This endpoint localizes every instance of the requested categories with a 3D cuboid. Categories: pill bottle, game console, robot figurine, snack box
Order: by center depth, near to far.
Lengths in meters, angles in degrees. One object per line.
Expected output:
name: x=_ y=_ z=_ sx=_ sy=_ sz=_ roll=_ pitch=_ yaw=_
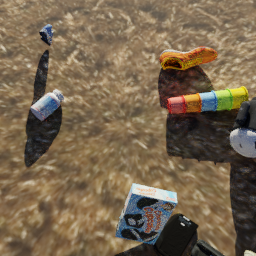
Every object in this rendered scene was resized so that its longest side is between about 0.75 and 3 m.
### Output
snack box: x=0.337 y=1.823 z=5.805 sx=0.898 sy=1.546 sz=0.287 roll=13 pitch=37 yaw=-5
game console: x=1.492 y=2.721 z=6.156 sx=1.709 sy=0.206 sz=1.008 roll=32 pitch=66 yaw=18
robot figurine: x=3.281 y=-0.043 z=7.140 sx=1.232 sy=1.023 sz=1.640 roll=27 pitch=73 yaw=11
pill bottle: x=-2.235 y=-0.662 z=7.848 sx=0.486 sy=0.486 sz=0.894 roll=37 pitch=67 yaw=18

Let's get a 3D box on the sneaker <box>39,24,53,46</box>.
sneaker: x=-2.485 y=-2.876 z=8.732 sx=0.391 sy=1.033 sz=0.398 roll=35 pitch=80 yaw=-12

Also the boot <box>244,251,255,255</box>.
boot: x=1.936 y=3.426 z=5.286 sx=2.919 sy=1.052 sz=2.257 roll=22 pitch=64 yaw=5

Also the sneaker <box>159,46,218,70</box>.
sneaker: x=1.843 y=-2.037 z=8.542 sx=1.742 sy=0.636 sz=0.672 roll=-6 pitch=53 yaw=9

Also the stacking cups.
stacking cups: x=2.188 y=-0.778 z=7.846 sx=2.150 sy=0.650 sz=0.650 roll=-4 pitch=61 yaw=0
